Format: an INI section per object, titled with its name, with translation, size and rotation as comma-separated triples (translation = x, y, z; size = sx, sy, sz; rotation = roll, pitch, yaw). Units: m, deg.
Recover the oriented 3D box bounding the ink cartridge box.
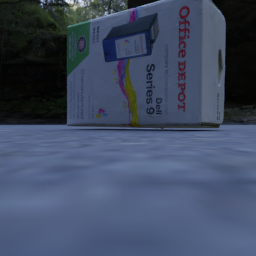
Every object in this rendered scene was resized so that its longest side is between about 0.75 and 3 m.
[ink cartridge box]
translation = 0.243, -1.037, 5.298
size = 2.855, 2.075, 1.249
rotation = 1, 1, 32
